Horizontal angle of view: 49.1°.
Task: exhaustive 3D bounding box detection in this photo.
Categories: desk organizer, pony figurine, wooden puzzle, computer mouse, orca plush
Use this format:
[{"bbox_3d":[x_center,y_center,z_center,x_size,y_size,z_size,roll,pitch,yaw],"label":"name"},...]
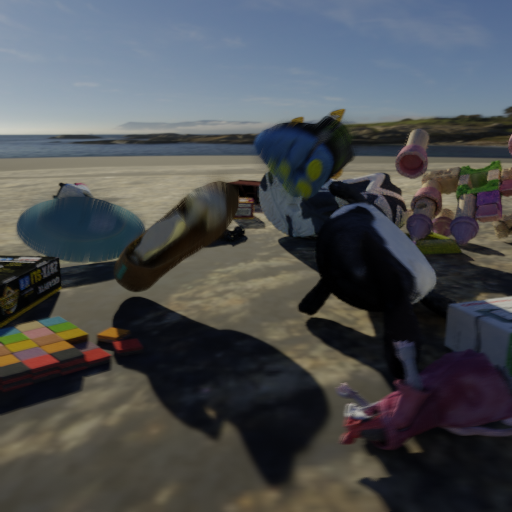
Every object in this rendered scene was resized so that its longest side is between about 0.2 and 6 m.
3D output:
[{"bbox_3d":[-0.044,-1.843,16.399,1.766,0.633,0.680,9,18,36],"label":"desk organizer"},{"bbox_3d":[1.314,-2.061,14.058,2.618,2.712,2.259,-18,23,-6],"label":"pony figurine"},{"bbox_3d":[-2.164,0.891,5.216,2.054,0.144,1.218,-11,16,-40],"label":"wooden puzzle"},{"bbox_3d":[-0.892,-0.542,11.218,1.250,0.329,0.865,4,14,16],"label":"computer mouse"},{"bbox_3d":[1.147,0.409,6.079,2.022,1.366,3.844,44,15,-8],"label":"orca plush"}]

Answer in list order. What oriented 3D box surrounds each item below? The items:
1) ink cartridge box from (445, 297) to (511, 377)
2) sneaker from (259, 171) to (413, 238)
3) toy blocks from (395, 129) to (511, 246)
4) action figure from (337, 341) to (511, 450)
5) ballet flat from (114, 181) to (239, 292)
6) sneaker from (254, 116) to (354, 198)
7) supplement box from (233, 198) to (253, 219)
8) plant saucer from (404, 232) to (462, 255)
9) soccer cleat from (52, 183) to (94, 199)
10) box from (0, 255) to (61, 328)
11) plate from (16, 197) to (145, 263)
[{"bbox_3d":[2.377,0.759,5.069,0.807,0.465,1.106,-4,13,-18],"label":"ink cartridge box"},{"bbox_3d":[1.728,-1.068,11.390,2.118,1.299,3.255,-9,16,-40],"label":"sneaker"},{"bbox_3d":[3.856,-0.795,9.675,2.455,2.627,2.212,-6,37,31],"label":"toy blocks"},{"bbox_3d":[1.101,1.077,3.846,1.208,0.899,0.809,-20,-22,-21],"label":"action figure"},{"bbox_3d":[-0.975,-0.402,7.397,2.204,0.747,0.797,-40,-11,-25],"label":"ballet flat"},{"bbox_3d":[0.791,-1.605,8.346,1.325,1.133,3.197,-41,2,6],"label":"sneaker"},{"bbox_3d":[-0.332,-1.169,13.791,0.549,0.433,0.838,0,13,-2],"label":"supplement box"},{"bbox_3d":[3.027,-0.245,10.096,0.989,0.237,0.991,-2,13,-10],"label":"plant saucer"},{"bbox_3d":[-4.636,-1.456,14.800,0.936,0.757,2.168,27,4,-6],"label":"soccer cleat"},{"bbox_3d":[-3.687,0.382,6.696,2.095,0.517,1.673,1,11,5],"label":"box"},{"bbox_3d":[-3.006,-0.583,9.739,2.162,0.276,2.162,10,30,-6],"label":"plate"}]
